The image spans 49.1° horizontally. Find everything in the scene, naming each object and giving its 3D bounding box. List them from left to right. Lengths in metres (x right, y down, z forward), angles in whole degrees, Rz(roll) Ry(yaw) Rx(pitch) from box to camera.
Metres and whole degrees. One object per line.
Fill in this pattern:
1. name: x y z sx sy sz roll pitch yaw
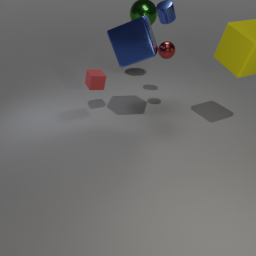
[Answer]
1. cube: -1.445 -2.141 12.417 0.700 0.700 0.700 -5 37 -27
2. cube: 0.228 -3.252 10.480 1.400 1.400 1.400 -16 20 17
3. ball: 0.792 -5.844 14.329 1.400 1.400 1.400 0 31 0
4. cylinder: 1.587 -4.820 11.655 0.700 0.700 0.700 -12 49 14
5. ball: 1.562 -3.140 11.309 0.700 0.700 0.700 0 31 0
6. cube: 4.232 -2.849 9.987 1.400 1.400 1.400 -16 52 -25
